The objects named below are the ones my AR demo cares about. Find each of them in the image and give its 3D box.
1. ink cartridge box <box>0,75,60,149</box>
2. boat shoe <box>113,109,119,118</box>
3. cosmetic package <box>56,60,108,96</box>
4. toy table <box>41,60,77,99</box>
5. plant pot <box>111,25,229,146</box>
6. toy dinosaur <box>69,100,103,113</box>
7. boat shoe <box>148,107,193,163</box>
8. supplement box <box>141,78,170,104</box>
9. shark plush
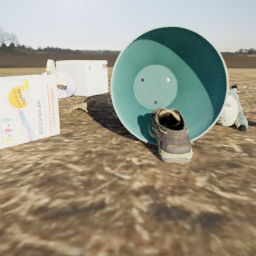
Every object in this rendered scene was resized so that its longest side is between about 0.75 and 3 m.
[{"bbox_3d":[-2.748,-0.513,7.293,0.948,1.609,2.795,14,21,39],"label":"ink cartridge box"},{"bbox_3d":[-0.094,-0.599,9.656,0.558,0.557,1.546,-6,16,-21],"label":"boat shoe"},{"bbox_3d":[-2.475,-2.756,15.249,2.159,1.781,1.779,9,18,32],"label":"cosmetic package"},{"bbox_3d":[-3.606,-2.119,13.286,2.102,1.932,1.231,-3,-3,10],"label":"toy table"},{"bbox_3d":[0.923,-1.082,7.494,2.832,2.832,1.908,-1,8,-5],"label":"plant pot"},{"bbox_3d":[-1.477,-0.883,10.881,1.660,0.483,0.839,-12,18,-38],"label":"toy dinosaur"},{"bbox_3d":[1.014,-0.054,6.609,0.880,0.866,2.363,-2,23,-7],"label":"boat shoe"},{"bbox_3d":[1.631,-1.419,10.989,2.862,1.479,1.448,-7,18,-20],"label":"supplement box"},{"bbox_3d":[3.476,-0.790,9.042,1.355,1.242,2.982,12,19,37],"label":"shark plush"}]
